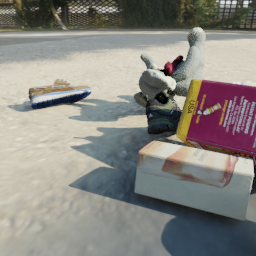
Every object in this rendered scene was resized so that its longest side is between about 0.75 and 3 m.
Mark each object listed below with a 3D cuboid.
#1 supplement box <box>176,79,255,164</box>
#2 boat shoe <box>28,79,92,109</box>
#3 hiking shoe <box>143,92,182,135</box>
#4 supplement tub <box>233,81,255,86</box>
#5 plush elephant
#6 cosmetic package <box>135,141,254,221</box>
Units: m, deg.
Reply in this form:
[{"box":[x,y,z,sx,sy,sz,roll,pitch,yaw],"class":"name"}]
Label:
[{"box":[2.771,0.003,6.275,2.813,1.452,1.841,14,-7,28],"class":"supplement box"},{"box":[-2.568,-1.431,10.701,2.420,0.876,0.874,-14,-15,-29],"class":"boat shoe"},{"box":[1.268,-0.500,8.077,0.880,1.169,2.323,-14,-3,33],"class":"hiking shoe"},{"box":[3.876,-0.740,8.409,1.637,1.187,1.187,19,30,30],"class":"supplement tub"},{"box":[1.291,-1.739,9.626,2.261,2.921,2.405,4,-23,-18],"class":"plush elephant"},{"box":[1.287,0.935,5.500,2.072,0.904,1.071,10,13,20],"class":"cosmetic package"}]
